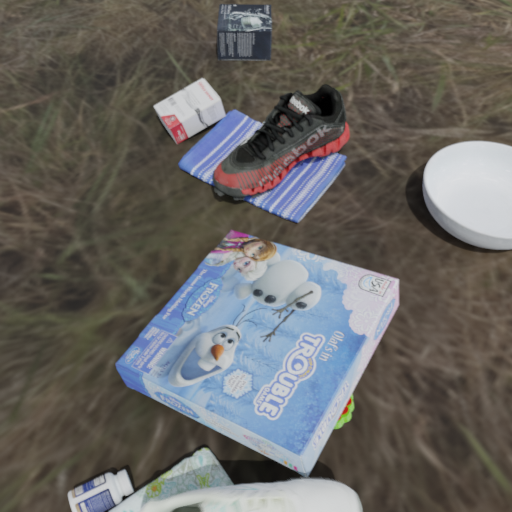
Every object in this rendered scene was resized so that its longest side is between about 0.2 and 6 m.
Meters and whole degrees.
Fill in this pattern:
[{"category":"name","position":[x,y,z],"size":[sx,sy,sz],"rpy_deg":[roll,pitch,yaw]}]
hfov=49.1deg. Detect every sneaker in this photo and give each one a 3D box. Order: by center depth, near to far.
[{"category":"sneaker","position":[-0.091,2.641,5.482],"size":[2.293,0.919,0.806],"rpy_deg":[-10,54,2]},{"category":"sneaker","position":[0.426,-1.990,9.392],"size":[2.805,1.370,0.991],"rpy_deg":[-31,60,-19]}]

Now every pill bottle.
[{"category":"pill bottle","position":[-1.758,2.710,6.372],"size":[0.660,0.366,0.366],"rpy_deg":[-21,54,-17]}]

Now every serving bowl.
[{"category":"serving bowl","position":[3.766,-0.886,9.105],"size":[2.201,0.724,2.201],"rpy_deg":[0,50,1]}]

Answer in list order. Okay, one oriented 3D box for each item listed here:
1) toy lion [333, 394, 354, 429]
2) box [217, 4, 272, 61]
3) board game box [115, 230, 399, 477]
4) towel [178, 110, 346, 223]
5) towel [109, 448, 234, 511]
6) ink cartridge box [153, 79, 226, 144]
[{"category":"toy lion","position":[0.696,1.892,6.954],"size":[0.941,0.337,0.982],"rpy_deg":[16,51,28]},{"category":"box","position":[-0.254,-4.991,12.493],"size":[1.186,0.748,1.207],"rpy_deg":[1,50,-1]},{"category":"board game box","position":[0.077,1.011,7.321],"size":[2.713,0.591,2.726],"rpy_deg":[18,52,27]},{"category":"towel","position":[0.107,-1.688,10.047],"size":[2.550,0.304,1.846],"rpy_deg":[27,56,20]},{"category":"towel","position":[-0.838,3.069,6.064],"size":[1.613,0.388,1.381],"rpy_deg":[-28,57,-22]},{"category":"ink cartridge box","position":[-1.256,-2.755,10.656],"size":[1.112,0.461,0.816],"rpy_deg":[-31,56,-5]}]
